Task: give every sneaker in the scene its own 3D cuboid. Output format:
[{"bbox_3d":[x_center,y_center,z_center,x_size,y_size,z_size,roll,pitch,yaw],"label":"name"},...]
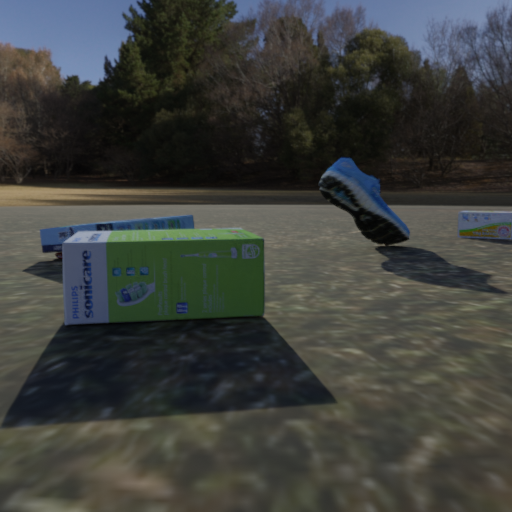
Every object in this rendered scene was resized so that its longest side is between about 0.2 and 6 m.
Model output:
[{"bbox_3d":[2.438,-1.169,11.647,2.379,1.070,0.932,42,-30,-20],"label":"sneaker"}]

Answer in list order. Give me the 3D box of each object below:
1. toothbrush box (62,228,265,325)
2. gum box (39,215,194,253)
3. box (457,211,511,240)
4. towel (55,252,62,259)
[{"bbox_3d":[-0.909,0.143,5.558,1.792,0.771,1.305,0,7,-12],"label":"toothbrush box"},{"bbox_3d":[-2.397,-0.393,9.794,1.724,0.452,2.029,-1,7,41],"label":"gum box"},{"bbox_3d":[5.829,-0.785,14.121,1.312,0.665,0.738,4,7,29],"label":"box"},{"bbox_3d":[-2.698,-0.083,10.194,1.103,0.171,1.525,2,7,27],"label":"towel"}]
